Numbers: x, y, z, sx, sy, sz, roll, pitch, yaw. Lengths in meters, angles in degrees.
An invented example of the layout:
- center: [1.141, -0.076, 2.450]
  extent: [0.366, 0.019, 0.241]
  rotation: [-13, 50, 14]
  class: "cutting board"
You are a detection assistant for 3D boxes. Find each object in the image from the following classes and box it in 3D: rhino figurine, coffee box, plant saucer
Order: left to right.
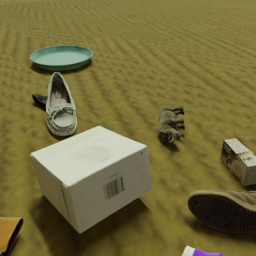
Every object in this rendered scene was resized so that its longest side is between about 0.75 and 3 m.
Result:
- center: [-3.113, -3.331, 13.313]
  extent: [2.884, 0.395, 2.884]
  rotation: [0, 32, 0]
  class: "plant saucer"
- center: [1.249, -0.089, 8.166]
  extent: [0.794, 0.543, 1.815]
  rotation: [-6, 33, 14]
  class: "rhino figurine"
- center: [2.711, 0.787, 6.757]
  extent: [0.427, 0.612, 1.070]
  rotation: [-7, 34, -11]
  class: "coffee box"

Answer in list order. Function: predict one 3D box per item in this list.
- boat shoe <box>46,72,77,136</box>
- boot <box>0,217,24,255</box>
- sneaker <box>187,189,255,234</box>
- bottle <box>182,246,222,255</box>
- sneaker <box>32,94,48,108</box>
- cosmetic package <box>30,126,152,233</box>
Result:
- center: [-2.137, -0.761, 8.796]
  extent: [0.925, 0.805, 2.509]
  rotation: [-6, 45, -10]
  class: "boat shoe"
- center: [-3.373, 1.602, 5.219]
  extent: [2.762, 0.946, 2.600]
  rotation: [3, 33, 3]
  class: "boot"
- center: [2.279, 1.612, 5.591]
  extent: [2.152, 0.758, 0.813]
  rotation: [11, 14, 13]
  class: "sneaker"
- center: [1.775, 2.430, 4.172]
  extent: [2.043, 0.667, 0.853]
  rotation: [16, 38, 23]
  class: "bottle"
- center: [-2.829, -0.961, 9.749]
  extent: [1.070, 0.321, 0.558]
  rotation: [32, 45, 32]
  class: "sneaker"
- center: [-0.776, 0.911, 5.854]
  extent: [1.782, 1.099, 1.788]
  rotation: [-23, 29, -31]
  class: "cosmetic package"
